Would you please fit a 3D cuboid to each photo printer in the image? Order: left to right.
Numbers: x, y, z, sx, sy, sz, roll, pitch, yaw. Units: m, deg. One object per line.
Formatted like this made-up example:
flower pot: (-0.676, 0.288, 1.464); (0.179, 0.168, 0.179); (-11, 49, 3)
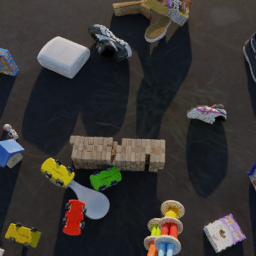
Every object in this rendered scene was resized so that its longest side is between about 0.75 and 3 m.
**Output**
photo printer: (-2.577, -2.818, 10.992); (1.714, 0.595, 1.426); (24, 64, 14)

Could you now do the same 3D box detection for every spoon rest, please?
spoon rest: (-1.248, 2.043, 8.264); (1.562, 0.474, 0.776); (34, 64, 19)

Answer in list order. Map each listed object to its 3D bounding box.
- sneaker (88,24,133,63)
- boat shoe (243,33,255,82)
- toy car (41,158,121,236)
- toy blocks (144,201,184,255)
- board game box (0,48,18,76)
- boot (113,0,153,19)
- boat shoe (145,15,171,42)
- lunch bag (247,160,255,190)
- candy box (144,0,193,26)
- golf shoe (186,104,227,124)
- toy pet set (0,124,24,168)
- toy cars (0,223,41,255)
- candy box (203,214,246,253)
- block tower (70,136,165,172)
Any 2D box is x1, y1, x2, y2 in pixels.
sneaker: (-0.943, -3.366, 11.224); (2.256, 0.750, 1.021); (39, 64, 18)
boat shoe: (5.251, -2.472, 10.632); (1.011, 0.872, 2.782); (-10, 61, -6)
toy car: (-1.216, 1.753, 8.244); (2.163, 0.513, 2.299); (-17, 68, -26)
toy blocks: (0.815, 2.846, 6.891); (0.629, 1.444, 1.732); (28, 31, 0)
board game box: (-4.861, -2.538, 10.540); (1.092, 1.115, 0.312); (15, 61, 9)
boot: (0.212, -5.172, 12.435); (1.564, 0.517, 1.370); (-11, 48, -8)
boat shoe: (1.241, -3.936, 11.542); (0.666, 0.652, 1.880); (30, 53, 12)
lunch bag: (5.264, 1.750, 7.687); (2.925, 1.812, 2.487); (-15, 61, 1)
candy box: (1.781, -5.398, 12.142); (1.920, 0.542, 1.120); (25, 62, -12)
golf shoe: (2.733, -0.453, 9.685); (1.382, 0.502, 0.636); (-5, 60, -3)
toy pet set: (-4.168, 0.606, 8.833); (1.514, 0.861, 1.622); (37, 65, 18)
toy cars: (-3.306, 3.190, 7.646); (1.969, 0.436, 0.883); (-23, 62, -9)
candy box: (2.678, 2.940, 7.833); (0.878, 0.314, 0.736); (-20, 62, -12)
block tower: (-0.340, 0.827, 8.779); (2.917, 0.788, 0.843); (3, 59, 3)
